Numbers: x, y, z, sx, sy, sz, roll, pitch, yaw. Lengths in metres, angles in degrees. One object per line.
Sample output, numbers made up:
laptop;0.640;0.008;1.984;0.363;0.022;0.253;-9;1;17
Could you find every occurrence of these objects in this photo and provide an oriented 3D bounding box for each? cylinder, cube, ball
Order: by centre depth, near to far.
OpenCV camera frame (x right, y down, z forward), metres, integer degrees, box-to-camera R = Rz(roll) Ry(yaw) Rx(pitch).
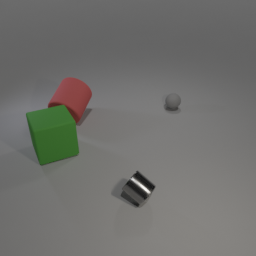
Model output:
cylinder;0.306;1.679;7.903;0.700;0.700;0.700;40;43;7
cube;-2.652;0.204;9.876;1.400;1.400;1.400;-15;35;-22
cylinder;-2.387;-1.131;11.630;1.400;1.400;1.400;11;57;16
ball;2.038;-1.224;12.643;0.700;0.700;0.700;0;33;0
